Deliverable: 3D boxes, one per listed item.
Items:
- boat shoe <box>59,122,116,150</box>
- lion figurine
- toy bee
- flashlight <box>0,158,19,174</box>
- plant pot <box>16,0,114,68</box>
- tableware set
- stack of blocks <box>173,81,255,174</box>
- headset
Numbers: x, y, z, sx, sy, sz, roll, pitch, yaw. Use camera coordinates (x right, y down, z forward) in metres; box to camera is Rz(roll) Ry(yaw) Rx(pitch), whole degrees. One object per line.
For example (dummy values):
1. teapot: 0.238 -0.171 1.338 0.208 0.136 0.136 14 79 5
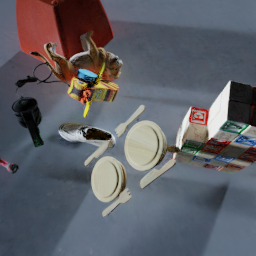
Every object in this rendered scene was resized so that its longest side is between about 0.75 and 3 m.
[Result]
1. boat shoe: -1.133 0.138 7.557 1.635 0.571 0.580 18 65 10
2. lion figurine: -1.396 -1.865 8.215 2.598 1.591 0.941 -28 19 -30
3. toy bee: -1.140 -0.946 7.574 2.376 1.556 1.292 -15 40 -27
4. flashlight: -3.189 0.905 7.191 0.762 0.258 0.259 27 21 8
5. plant pot: -2.150 -3.599 9.088 2.417 2.130 2.414 29 62 19
6. tableware set: 0.023 0.796 6.362 0.476 2.377 1.571 12 43 -46
7. stack of blocks: 2.071 0.135 6.121 1.636 2.842 0.832 12 68 2
8. headset: -2.546 -0.459 7.476 0.912 1.199 1.941 -21 76 -16
